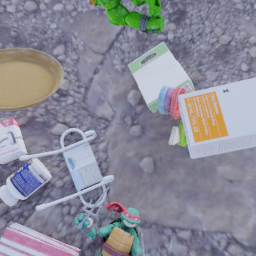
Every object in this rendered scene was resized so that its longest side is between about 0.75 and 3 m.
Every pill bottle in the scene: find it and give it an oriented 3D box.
[{"bbox_3d":[-2.779,1.460,7.515,1.259,0.754,0.754,-40,78,-11],"label":"pill bottle"}]

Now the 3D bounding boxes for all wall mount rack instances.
[{"bbox_3d":[-1.589,1.117,7.551,2.063,0.885,2.375,-23,74,-6],"label":"wall mount rack"}]

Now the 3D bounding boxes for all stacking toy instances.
[{"bbox_3d":[1.222,-0.339,7.721,0.754,1.786,1.616,10,92,28],"label":"stacking toy"}]

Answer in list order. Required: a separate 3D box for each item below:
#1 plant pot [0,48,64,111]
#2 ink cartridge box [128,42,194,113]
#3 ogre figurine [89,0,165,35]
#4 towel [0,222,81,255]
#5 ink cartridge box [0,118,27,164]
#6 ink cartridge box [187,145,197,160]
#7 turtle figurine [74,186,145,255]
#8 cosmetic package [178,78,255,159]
[{"bbox_3d":[-2.557,-1.095,6.286,2.186,0.300,2.186,5,47,-5],"label":"plant pot"},{"bbox_3d":[0.919,-1.539,8.339,1.374,0.453,1.889,-31,51,12],"label":"ink cartridge box"},{"bbox_3d":[-0.109,-2.836,5.655,1.262,2.105,1.033,1,65,35],"label":"ogre figurine"},{"bbox_3d":[-2.618,4.069,6.991,2.056,0.420,2.809,20,78,6],"label":"towel"},{"bbox_3d":[-3.457,0.374,7.982,0.798,0.465,1.096,-21,77,-6],"label":"ink cartridge box"},{"bbox_3d":[2.153,0.406,7.626,0.813,1.121,0.469,-25,76,-7],"label":"ink cartridge box"},{"bbox_3d":[-0.291,2.968,6.754,2.139,1.438,2.857,22,90,20],"label":"turtle figurine"},{"bbox_3d":[2.016,-0.216,4.946,2.065,0.736,1.048,-13,66,9],"label":"cosmetic package"}]
